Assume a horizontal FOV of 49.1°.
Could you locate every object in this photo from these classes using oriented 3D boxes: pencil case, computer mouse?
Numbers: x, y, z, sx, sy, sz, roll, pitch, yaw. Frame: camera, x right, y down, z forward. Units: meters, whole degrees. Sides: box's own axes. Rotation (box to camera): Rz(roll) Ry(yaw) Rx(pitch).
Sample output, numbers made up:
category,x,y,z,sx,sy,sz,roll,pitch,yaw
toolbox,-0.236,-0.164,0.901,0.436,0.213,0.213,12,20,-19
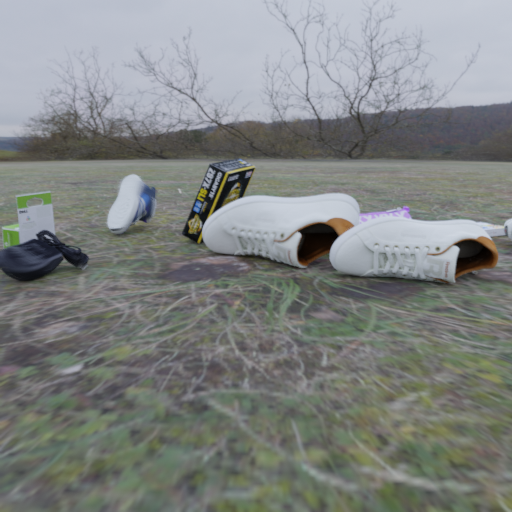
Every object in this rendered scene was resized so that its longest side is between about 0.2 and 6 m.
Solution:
category,x,y,z,sx,sy,sz,roll,pitch,yaw
pencil case,2.280,-0.553,11.435,1.963,0.839,0.824,-6,21,-20
computer mouse,-3.647,0.095,9.329,1.078,0.410,1.556,31,22,10

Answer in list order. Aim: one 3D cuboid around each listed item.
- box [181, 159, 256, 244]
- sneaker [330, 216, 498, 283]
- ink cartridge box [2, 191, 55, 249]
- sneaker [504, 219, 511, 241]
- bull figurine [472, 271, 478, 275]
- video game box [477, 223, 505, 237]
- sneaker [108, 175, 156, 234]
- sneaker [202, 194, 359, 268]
category,x,y,z,sx,sy,sz,roll,pitch,yaw
box,-0.805,-1.286,12.675,0.525,1.699,2.127,28,18,8
sneaker,2.531,-0.053,8.903,2.629,0.957,1.113,-7,27,-1
ink cartridge box,-4.335,-0.593,10.683,0.466,1.231,0.910,6,14,24
sneaker,6.413,-0.643,11.703,2.398,0.888,1.061,1,15,3
bull figurine,3.496,0.129,9.613,0.864,0.281,0.525,-5,19,-1
video game box,5.251,-0.609,13.130,0.918,0.215,0.837,-6,11,-25
sneaker,-2.905,-0.999,13.663,0.687,1.705,1.248,-4,-33,20
sneaker,0.305,-0.376,10.131,3.043,1.108,1.288,-9,38,21
